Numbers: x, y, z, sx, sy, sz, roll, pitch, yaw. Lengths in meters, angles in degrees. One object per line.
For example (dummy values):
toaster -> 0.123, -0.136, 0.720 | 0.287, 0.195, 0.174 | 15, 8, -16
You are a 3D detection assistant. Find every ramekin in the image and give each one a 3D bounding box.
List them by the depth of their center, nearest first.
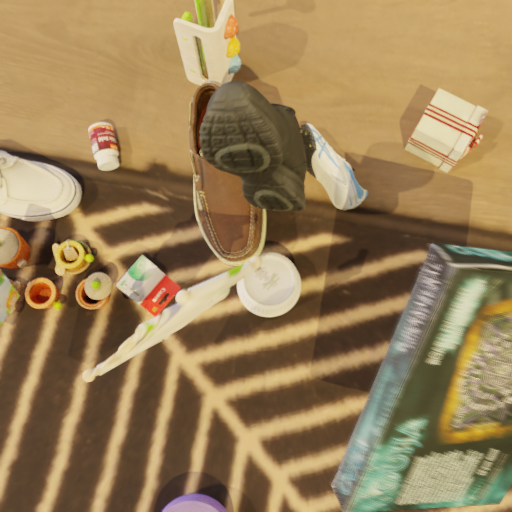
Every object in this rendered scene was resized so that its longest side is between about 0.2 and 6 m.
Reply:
ramekin -> 0.221, 0.464, 9.549 | 1.122, 0.589, 1.122 | 0, 78, 0

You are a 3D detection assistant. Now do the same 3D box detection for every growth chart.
growth chart -> -1.136, 0.869, 7.258 | 2.410, 1.744, 0.214 | -39, 80, 35

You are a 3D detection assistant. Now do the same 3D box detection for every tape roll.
tape roll -> -0.993, 4.447, 8.703 | 1.312, 0.557, 1.312 | 0, 79, 0

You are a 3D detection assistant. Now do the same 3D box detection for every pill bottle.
pill bottle -> -2.747, -1.975, 10.147 | 0.445, 0.445, 0.779 | -15, 78, -3

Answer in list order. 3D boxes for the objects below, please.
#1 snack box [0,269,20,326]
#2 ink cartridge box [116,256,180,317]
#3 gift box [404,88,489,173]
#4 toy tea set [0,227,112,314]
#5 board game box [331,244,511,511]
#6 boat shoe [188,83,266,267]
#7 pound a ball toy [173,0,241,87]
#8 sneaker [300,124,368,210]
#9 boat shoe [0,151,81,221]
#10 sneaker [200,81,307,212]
snack box -> -4.009, 0.938, 7.611 | 0.450, 1.207, 1.697 | 20, 62, 5
ink cartridge box -> -1.875, 0.530, 9.735 | 0.878, 0.220, 0.706 | 38, 81, 9
gift box -> 3.429, -2.253, 9.902 | 1.072, 1.060, 1.148 | 31, 86, 8
toy tea set -> -3.608, 0.266, 9.432 | 2.408, 0.891, 1.432 | 2, 78, 0
board game box -> 2.505, 1.594, 6.566 | 2.394, 0.498, 3.539 | 6, 117, -18
boat shoe -> -0.631, -1.433, 9.403 | 1.197, 1.199, 3.241 | -15, 69, 5
pound a ball toy -> -0.636, -4.041, 9.680 | 0.949, 2.235, 1.457 | 21, 78, 4
sneaker -> 1.327, -1.618, 10.042 | 0.653, 0.647, 1.801 | -22, 74, -30
boat shoe -> -4.589, -1.378, 9.711 | 2.982, 1.041, 1.057 | 14, 78, 3
sneaker -> 0.057, -1.475, 6.963 | 0.996, 2.622, 1.190 | 6, 75, 16
